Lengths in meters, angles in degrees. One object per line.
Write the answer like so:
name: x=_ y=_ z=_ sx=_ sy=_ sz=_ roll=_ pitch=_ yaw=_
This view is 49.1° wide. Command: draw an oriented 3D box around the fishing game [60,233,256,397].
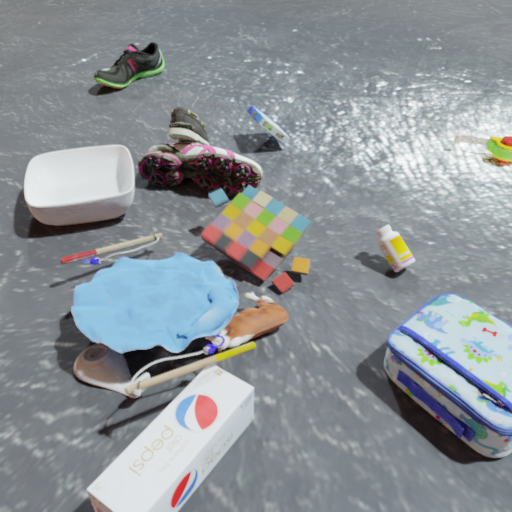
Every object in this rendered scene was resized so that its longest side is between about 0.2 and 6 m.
fishing game: x=-1.710 y=0.806 z=9.694 sx=2.872 sy=0.623 sz=4.010 roll=-18 pitch=37 yaw=-29

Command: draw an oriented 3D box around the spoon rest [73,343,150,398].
spoon rest: x=-2.313 y=1.878 z=9.049 sx=1.636 sy=0.496 sz=0.813 roll=17 pitch=40 yaw=39

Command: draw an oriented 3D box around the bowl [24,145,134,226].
bowl: x=-3.924 y=-1.539 z=12.700 sx=2.361 sy=0.882 sz=2.364 roll=-9 pitch=42 yaw=-11

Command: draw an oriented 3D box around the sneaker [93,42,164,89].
sneaker: x=-4.161 y=-6.205 z=18.042 sx=1.040 sy=1.135 sz=2.710 roll=26 pitch=47 yaw=28

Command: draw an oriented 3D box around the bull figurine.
bull figurine: x=-0.244 y=1.160 z=9.747 sx=1.582 sy=0.515 sz=0.960 roll=-14 pitch=36 yaw=-25

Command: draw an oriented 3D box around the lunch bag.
lunch bag: x=3.328 y=1.770 z=8.703 sx=1.944 sy=0.997 sz=2.418 roll=-28 pitch=46 yaw=-25

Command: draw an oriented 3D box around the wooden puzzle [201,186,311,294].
wooden puzzle: x=0.021 y=-0.498 z=11.205 sx=2.688 sy=0.189 sz=1.594 roll=34 pitch=67 yaw=17

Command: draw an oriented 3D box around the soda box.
soda box: x=-1.062 y=2.676 z=7.743 sx=0.852 sy=0.796 sz=2.501 roll=25 pitch=45 yaw=26

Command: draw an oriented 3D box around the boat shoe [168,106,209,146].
boat shoe: x=-1.614 y=-3.124 z=13.866 sx=0.820 sy=0.692 sz=2.299 roll=5 pitch=3 yaw=4

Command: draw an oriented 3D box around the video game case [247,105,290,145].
video game case: x=0.321 y=-3.480 z=14.849 sx=0.984 sy=0.247 sz=1.086 roll=32 pitch=17 yaw=-34

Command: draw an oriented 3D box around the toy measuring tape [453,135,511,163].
toy measuring tape: x=6.042 y=-2.769 z=14.331 sx=1.886 sy=0.694 sz=0.694 roll=11 pitch=41 yaw=10

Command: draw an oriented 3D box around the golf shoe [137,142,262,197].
golf shoe: x=-1.232 y=-2.260 z=13.389 sx=3.013 sy=1.094 sz=1.387 roll=11 pitch=40 yaw=13

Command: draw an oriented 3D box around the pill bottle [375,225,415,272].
pill bottle: x=2.719 y=-0.156 z=11.076 sx=0.463 sy=0.463 sz=0.888 roll=-26 pitch=81 yaw=-27
